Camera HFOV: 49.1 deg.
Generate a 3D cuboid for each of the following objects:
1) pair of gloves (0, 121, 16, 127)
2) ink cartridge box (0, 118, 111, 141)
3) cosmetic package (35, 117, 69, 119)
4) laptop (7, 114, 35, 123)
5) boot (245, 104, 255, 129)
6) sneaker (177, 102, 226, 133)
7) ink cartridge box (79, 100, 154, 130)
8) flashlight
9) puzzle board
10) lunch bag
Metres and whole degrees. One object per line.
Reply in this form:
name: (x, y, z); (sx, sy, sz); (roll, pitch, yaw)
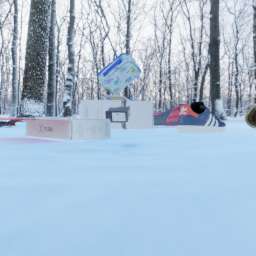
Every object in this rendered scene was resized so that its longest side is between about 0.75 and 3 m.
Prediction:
pair of gloves: (-4.771, -0.121, 10.010); (1.388, 0.172, 1.237); (-1, -5, -8)
ink cartridge box: (-1.035, 0.005, 3.589); (1.110, 0.278, 1.278); (-2, 3, -42)
cosmetic package: (-2.685, -0.209, 9.956); (0.544, 0.382, 1.072); (1, 1, 43)
laptop: (-4.802, -0.128, 12.955); (1.579, 0.915, 1.478); (34, -19, -34)
boot: (4.056, -0.330, 6.897); (1.683, 0.784, 2.176); (1, -4, -1)
sneaker: (1.596, -0.230, 5.851); (0.559, 0.631, 1.492); (1, 1, 45)
ink cartridge box: (-0.353, -0.337, 7.431); (1.802, 0.751, 1.308); (0, 1, -13)
flashlight: (0.954, -0.446, 10.146); (2.536, 0.862, 0.858); (1, 1, 6)
puzzle board: (0.322, -0.721, 11.011); (2.316, 0.201, 1.745); (30, -7, -28)
lunch bag: (-0.403, -2.502, 12.865); (1.838, 0.758, 1.478); (-38, -29, 17)
